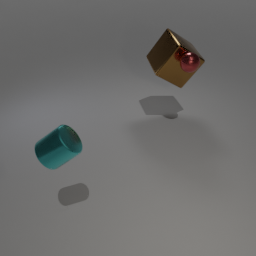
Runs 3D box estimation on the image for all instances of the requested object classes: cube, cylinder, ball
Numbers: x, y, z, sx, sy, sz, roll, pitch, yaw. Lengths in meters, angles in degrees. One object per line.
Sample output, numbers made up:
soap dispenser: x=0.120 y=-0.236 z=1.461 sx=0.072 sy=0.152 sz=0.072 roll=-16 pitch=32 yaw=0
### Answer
cube: x=1.795 y=-2.673 z=10.818 sx=1.400 sy=1.400 sz=1.400 roll=20 pitch=35 yaw=-32
cylinder: x=-1.421 y=0.394 z=5.767 sx=0.700 sy=0.700 sz=0.700 roll=-33 pitch=27 yaw=19
ball: x=2.160 y=-2.289 z=9.774 sx=0.700 sy=0.700 sz=0.700 roll=0 pitch=32 yaw=0
